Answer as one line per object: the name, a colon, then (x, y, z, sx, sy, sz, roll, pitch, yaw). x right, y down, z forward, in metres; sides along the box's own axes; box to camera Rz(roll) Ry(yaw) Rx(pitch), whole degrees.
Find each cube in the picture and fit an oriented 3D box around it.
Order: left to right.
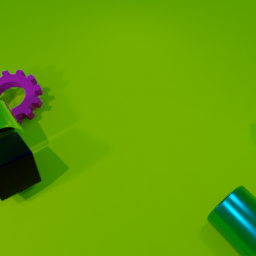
cube: (-2.819, 0.888, 6.671, 1.001, 1.001, 1.001, -27, 44, -28)

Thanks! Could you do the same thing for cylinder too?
cylinder: (-3.384, -0.027, 7.264, 1.033, 1.033, 1.033, -28, 60, -19)
cylinder: (2.490, 2.017, 6.023, 1.117, 1.117, 1.117, -31, 59, -21)

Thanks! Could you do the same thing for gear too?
gear: (-3.509, -0.908, 8.436, 1.803, 0.333, 1.803, 0, 67, 1)
